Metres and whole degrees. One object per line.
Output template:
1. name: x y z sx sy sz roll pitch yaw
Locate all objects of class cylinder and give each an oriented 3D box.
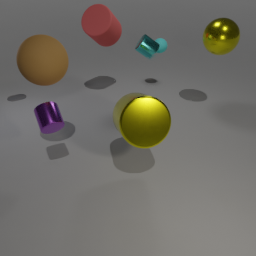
1. cylinder: 0.743 -3.126 10.811 0.700 0.700 0.700 31 25 -18
2. cylinder: 0.343 -0.259 7.922 1.400 1.400 1.400 -6 12 -10
3. cylinder: -2.268 -0.291 8.073 0.700 0.700 0.700 -16 71 -25
4. cylinder: -1.138 -4.496 12.382 1.400 1.400 1.400 10 1 17

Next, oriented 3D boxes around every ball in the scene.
1. ball: -2.383 -1.890 7.864 1.400 1.400 1.400 0 30 0
2. ball: 3.640 -3.568 10.959 1.400 1.400 1.400 0 30 0
3. ball: 1.557 -3.994 13.597 0.700 0.700 0.700 0 30 0
